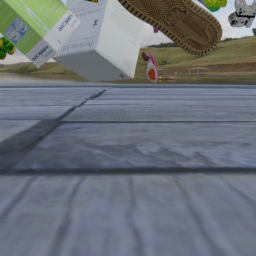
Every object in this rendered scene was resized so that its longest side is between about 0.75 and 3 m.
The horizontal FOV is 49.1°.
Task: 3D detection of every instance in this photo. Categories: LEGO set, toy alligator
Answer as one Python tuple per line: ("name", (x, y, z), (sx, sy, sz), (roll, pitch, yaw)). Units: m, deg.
("LEGO set", (1.614, -2.662, 6.470), (2.512, 1.031, 0.958), (0, 55, -5))
("toy alligator", (-3.516, -2.470, 8.109), (1.822, 0.494, 0.540), (-20, -22, 23))

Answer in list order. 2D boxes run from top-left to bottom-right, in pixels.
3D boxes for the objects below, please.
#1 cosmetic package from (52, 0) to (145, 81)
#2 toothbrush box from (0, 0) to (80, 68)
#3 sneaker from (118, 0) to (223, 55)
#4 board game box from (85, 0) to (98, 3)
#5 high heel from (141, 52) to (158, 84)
("cosmetic package", (-0.927, -3.149, 9.606), (2.074, 2.478, 2.061), (2, -15, 36))
("toothbrush box", (-2.017, -2.342, 5.664), (0.760, 1.765, 1.285), (-25, 33, 39))
("sneaker", (0.458, -2.422, 4.662), (0.971, 1.503, 2.771), (-37, -42, 26))
("board game box", (-1.079, -3.159, 5.805), (1.081, 0.371, 1.308), (8, -2, -10))
("high heel", (0.796, -1.864, 8.796), (0.391, 1.160, 0.557), (-26, -20, 30))
